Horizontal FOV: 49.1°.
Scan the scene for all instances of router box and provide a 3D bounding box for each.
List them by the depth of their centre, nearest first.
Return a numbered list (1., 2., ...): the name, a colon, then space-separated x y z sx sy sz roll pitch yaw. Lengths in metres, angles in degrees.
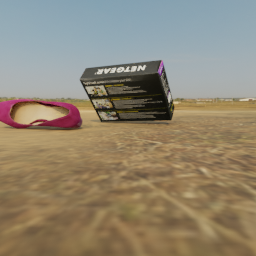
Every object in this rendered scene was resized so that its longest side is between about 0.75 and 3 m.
1. router box: 0.019 -1.228 10.197 2.960 2.208 0.756 0 47 23

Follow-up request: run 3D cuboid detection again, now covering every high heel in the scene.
1. high heel: -2.665 -0.498 7.807 2.759 0.930 1.326 3 -12 2
